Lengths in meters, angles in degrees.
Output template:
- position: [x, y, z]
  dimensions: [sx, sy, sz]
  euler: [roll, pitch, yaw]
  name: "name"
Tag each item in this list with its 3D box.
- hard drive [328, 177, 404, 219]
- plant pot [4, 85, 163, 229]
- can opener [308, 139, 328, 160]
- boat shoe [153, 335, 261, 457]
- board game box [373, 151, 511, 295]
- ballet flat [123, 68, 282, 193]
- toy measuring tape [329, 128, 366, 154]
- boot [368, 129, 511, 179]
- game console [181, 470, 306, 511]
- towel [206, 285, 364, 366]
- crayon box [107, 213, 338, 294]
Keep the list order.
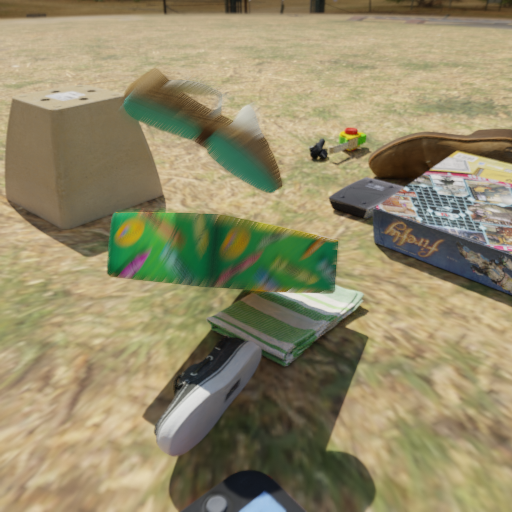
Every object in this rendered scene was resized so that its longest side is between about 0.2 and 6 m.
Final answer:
- position: [2.043, -1.077, 10.355]
  dimensions: [0.916, 0.288, 1.359]
  euler: [21, 35, 34]
  name: "hard drive"
- position: [-3.279, -1.995, 10.325]
  dimensions: [2.196, 1.947, 2.199]
  euler: [23, 35, 37]
  name: "plant pot"
- position: [1.434, -2.488, 13.025]
  dimensions: [0.351, 0.435, 1.106]
  euler: [-34, 16, 21]
  name: "can opener"
- position: [-0.527, 1.321, 5.568]
  dimensions: [0.497, 0.602, 1.755]
  euler: [22, 26, 19]
  name: "boat shoe"
- position: [4.110, -0.403, 8.375]
  dimensions: [2.635, 0.673, 3.890]
  euler: [-32, 41, -34]
  name: "board game box"
- position: [-0.412, -1.292, 5.469]
  dimensions: [1.757, 0.596, 0.635]
  euler: [28, 72, -2]
  name: "ballet flat"
- position: [2.017, -2.658, 13.061]
  dimensions: [0.562, 0.562, 1.528]
  euler: [24, 36, 37]
  name: "toy measuring tape"
- position: [3.567, -1.698, 10.825]
  dimensions: [2.937, 1.081, 1.108]
  euler: [-1, 66, 28]
  name: "boot"
- position: [-0.064, 2.376, 3.997]
  dimensions: [1.438, 0.252, 1.626]
  euler: [-21, 34, -34]
  name: "game console"
- position: [0.391, 0.689, 7.147]
  dimensions: [1.328, 0.204, 1.741]
  euler: [20, 34, 35]
  name: "towel"
- position: [-0.269, 0.003, 6.457]
  dimensions: [1.460, 0.716, 2.459]
  euler: [4, -2, 36]
  name: "crayon box"
